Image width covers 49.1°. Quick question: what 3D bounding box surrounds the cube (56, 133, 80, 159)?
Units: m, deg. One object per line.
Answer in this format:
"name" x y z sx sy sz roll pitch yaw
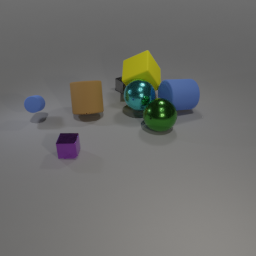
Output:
"cube" -2.162 0.653 10.193 0.700 0.700 0.700 0 31 2

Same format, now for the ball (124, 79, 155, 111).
"ball" 0.511 -1.465 12.443 1.400 1.400 1.400 0 31 0

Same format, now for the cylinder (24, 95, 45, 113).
"cylinder" -3.967 -1.027 11.941 0.700 0.700 0.700 0 10 0

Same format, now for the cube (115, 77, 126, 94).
"cube" -0.214 -2.355 15.239 0.700 0.700 0.700 -23 39 -33

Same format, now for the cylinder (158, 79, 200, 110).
"cylinder" 2.285 -1.510 12.746 1.400 1.400 1.400 -6 31 -22

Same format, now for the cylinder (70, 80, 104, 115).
"cylinder" -1.834 -1.367 12.521 1.400 1.400 1.400 -4 8 1

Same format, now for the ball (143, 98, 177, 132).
"ball" 1.315 -0.531 11.492 1.400 1.400 1.400 0 31 0

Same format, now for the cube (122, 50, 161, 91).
"cube" 0.671 -2.592 13.557 1.400 1.400 1.400 -17 50 26
